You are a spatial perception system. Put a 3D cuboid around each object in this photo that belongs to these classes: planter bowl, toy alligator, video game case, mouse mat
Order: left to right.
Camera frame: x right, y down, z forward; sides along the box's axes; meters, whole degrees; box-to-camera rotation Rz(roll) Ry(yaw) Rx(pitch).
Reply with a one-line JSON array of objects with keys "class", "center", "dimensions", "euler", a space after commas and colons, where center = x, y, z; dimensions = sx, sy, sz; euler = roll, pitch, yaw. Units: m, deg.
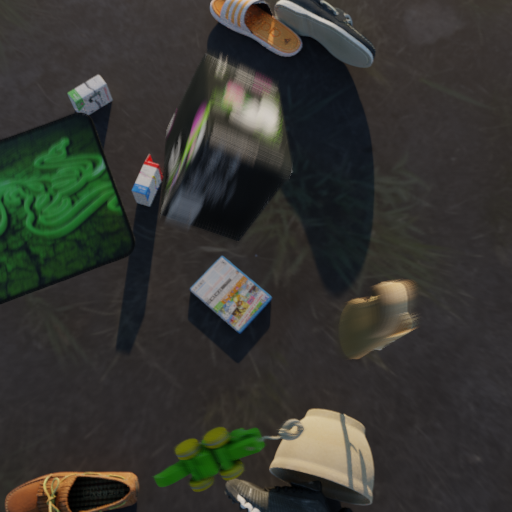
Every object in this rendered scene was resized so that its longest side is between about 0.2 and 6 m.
[{"class": "mouse mat", "center": [-3.037, -0.536, 7.102], "dimensions": [2.594, 0.098, 2.087], "euler": [-21, 80, -5]}, {"class": "toy alligator", "center": [-0.362, 2.623, 7.701], "dimensions": [2.150, 0.583, 0.637], "euler": [-23, 99, 4]}, {"class": "video game case", "center": [-0.490, 0.734, 10.784], "dimensions": [1.301, 0.116, 0.931], "euler": [39, 73, 14]}, {"class": "planter bowl", "center": [1.163, 3.185, 9.066], "dimensions": [1.656, 1.656, 1.115], "euler": [17, 61, 7]}]

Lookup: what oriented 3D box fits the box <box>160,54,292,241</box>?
[{"class": "box", "center": [-0.523, -1.674, 8.665], "dimensions": [1.369, 1.636, 2.202], "euler": [19, 43, -24]}]

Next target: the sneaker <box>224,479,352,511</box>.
[{"class": "sneaker", "center": [0.605, 4.045, 9.145], "dimensions": [2.246, 0.746, 1.016], "euler": [27, 71, 6]}]

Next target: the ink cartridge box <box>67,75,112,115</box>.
[{"class": "ink cartridge box", "center": [-3.604, -3.463, 12.190], "dimensions": [0.807, 0.589, 0.339], "euler": [-37, 73, -13]}]

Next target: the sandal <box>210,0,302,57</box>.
[{"class": "sandal", "center": [0.045, -5.552, 12.947], "dimensions": [2.476, 0.710, 0.949], "euler": [34, 72, 13]}]

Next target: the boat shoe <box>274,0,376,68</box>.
[{"class": "boat shoe", "center": [1.673, -5.247, 12.669], "dimensions": [2.710, 1.025, 0.818], "euler": [38, 79, 13]}]

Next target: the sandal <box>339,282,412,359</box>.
[{"class": "sandal", "center": [1.907, 0.984, 8.120], "dimensions": [0.823, 2.502, 0.917], "euler": [3, 71, -5]}]

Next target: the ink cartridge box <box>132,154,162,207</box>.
[{"class": "ink cartridge box", "center": [-2.186, -1.548, 11.458], "dimensions": [0.310, 0.535, 0.921], "euler": [17, 69, 7]}]

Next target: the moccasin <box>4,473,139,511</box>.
[{"class": "moccasin", "center": [-3.017, 3.945, 9.126], "dimensions": [2.135, 0.824, 0.781], "euler": [0, 68, 0]}]
